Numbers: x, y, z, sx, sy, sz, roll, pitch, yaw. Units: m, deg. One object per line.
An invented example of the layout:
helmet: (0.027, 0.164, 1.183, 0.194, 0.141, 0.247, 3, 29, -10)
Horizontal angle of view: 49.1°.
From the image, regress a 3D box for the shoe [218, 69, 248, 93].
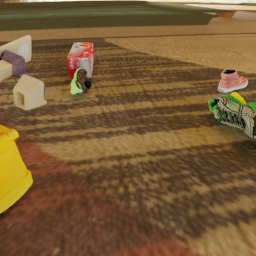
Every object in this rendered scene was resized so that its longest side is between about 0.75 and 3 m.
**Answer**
shoe: (4.249, -1.979, 11.131, 1.678, 0.763, 0.599, -21, 36, -32)

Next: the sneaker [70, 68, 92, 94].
sneaker: (-1.796, -1.780, 11.037, 0.754, 0.691, 1.800, 10, 36, -7)

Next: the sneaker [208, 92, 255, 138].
sneaker: (3.149, -0.320, 8.262, 1.052, 0.964, 2.469, -10, 22, -3)

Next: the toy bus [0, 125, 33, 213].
toy bus: (-3.274, 0.386, 5.474, 2.325, 2.232, 1.578, 17, 35, 22)

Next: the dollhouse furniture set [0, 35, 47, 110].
dollhouse furniture set: (-2.076, -2.046, 5.195, 2.039, 2.573, 1.827, 22, 37, 10)

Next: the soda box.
soda box: (-2.189, -3.275, 13.238, 1.027, 0.930, 2.933, -2, 29, -3)
